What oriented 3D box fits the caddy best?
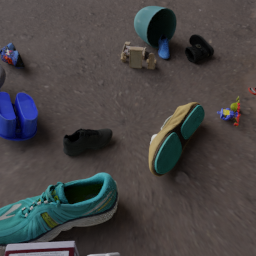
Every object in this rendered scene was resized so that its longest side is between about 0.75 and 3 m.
[{"bbox_3d":[-3.299,-0.316,8.173,1.185,0.880,1.676,-1,41,-33],"label":"caddy"}]

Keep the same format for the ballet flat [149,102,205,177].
[{"bbox_3d":[1.187,0.274,7.746,0.891,0.970,2.827,3,36,43],"label":"ballet flat"}]

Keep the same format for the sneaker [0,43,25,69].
[{"bbox_3d":[-4.415,-2.633,10.595,0.665,0.638,1.694,-29,44,-16],"label":"sneaker"}]

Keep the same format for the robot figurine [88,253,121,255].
[{"bbox_3d":[-0.498,2.658,5.208,0.870,1.026,0.579,-48,52,8],"label":"robot figurine"}]

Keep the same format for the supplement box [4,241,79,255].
[{"bbox_3d":[-1.593,3.312,4.775,1.341,0.750,2.464,-2,46,-2],"label":"supplement box"}]

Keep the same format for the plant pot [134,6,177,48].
[{"bbox_3d":[0.987,-4.226,11.460,1.557,1.557,1.250,-28,46,-24],"label":"plant pot"}]

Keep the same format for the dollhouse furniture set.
[{"bbox_3d":[0.466,-3.093,10.825,1.383,0.792,1.621,6,47,5],"label":"dollhouse furniture set"}]

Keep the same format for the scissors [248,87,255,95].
[{"bbox_3d":[4.420,-1.046,9.399,0.379,0.072,1.035,-7,48,-10],"label":"scissors"}]

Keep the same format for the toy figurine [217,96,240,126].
[{"bbox_3d":[3.072,-0.542,8.614,0.621,0.547,1.037,6,46,13],"label":"toy figurine"}]

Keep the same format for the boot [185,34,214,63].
[{"bbox_3d":[2.610,-3.183,11.091,1.035,0.521,1.384,-21,51,-19],"label":"boot"}]

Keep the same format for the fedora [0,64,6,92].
[{"bbox_3d":[-4.922,-1.327,8.983,2.288,1.033,2.024,30,54,23],"label":"fedora"}]

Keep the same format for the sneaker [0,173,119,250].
[{"bbox_3d":[-1.643,1.644,6.072,2.959,1.178,1.147,-16,48,-14],"label":"sneaker"}]

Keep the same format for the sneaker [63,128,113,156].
[{"bbox_3d":[-1.098,0.281,7.724,1.455,0.660,0.553,-20,48,-19],"label":"sneaker"}]

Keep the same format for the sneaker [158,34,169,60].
[{"bbox_3d":[1.431,-3.246,11.154,0.412,0.490,1.251,1,54,-4],"label":"sneaker"}]
